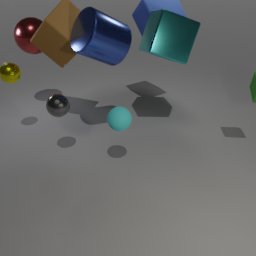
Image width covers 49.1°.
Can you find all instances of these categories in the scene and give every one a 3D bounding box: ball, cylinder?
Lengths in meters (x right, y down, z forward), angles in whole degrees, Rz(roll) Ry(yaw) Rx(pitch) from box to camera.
[{"bbox_3d":[-2.092,-0.669,8.381,0.700,0.700,0.700,0,29,0],"label":"ball"},{"bbox_3d":[-0.246,-0.260,8.022,0.700,0.700,0.700,0,29,0],"label":"ball"},{"bbox_3d":[-0.844,-2.802,8.712,1.400,1.400,1.400,10,18,-41],"label":"cylinder"},{"bbox_3d":[-3.908,-1.817,9.289,0.700,0.700,0.700,0,29,0],"label":"ball"},{"bbox_3d":[-3.758,-3.628,11.059,1.400,1.400,1.400,0,29,0],"label":"ball"}]

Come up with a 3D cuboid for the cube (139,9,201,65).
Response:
[{"bbox_3d":[1.371,-3.117,9.615,1.400,1.400,1.400,13,16,-17],"label":"cube"}]

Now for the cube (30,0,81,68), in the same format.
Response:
[{"bbox_3d":[-2.207,-3.239,9.638,1.400,1.400,1.400,-24,34,49],"label":"cube"}]

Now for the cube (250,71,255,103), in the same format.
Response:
[{"bbox_3d":[4.235,-1.260,8.618,0.700,0.700,0.700,1,55,8],"label":"cube"}]

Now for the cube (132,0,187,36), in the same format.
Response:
[{"bbox_3d":[1.222,-4.393,11.110,1.400,1.400,1.400,-28,5,-16],"label":"cube"}]
